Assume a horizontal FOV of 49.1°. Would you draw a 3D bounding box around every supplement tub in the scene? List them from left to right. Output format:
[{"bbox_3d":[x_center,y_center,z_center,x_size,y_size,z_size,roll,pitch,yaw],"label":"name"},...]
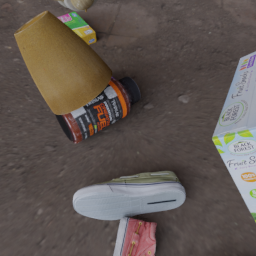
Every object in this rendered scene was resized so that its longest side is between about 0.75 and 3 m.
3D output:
[{"bbox_3d":[-0.850,-0.662,8.420,2.483,1.328,1.328,-31,59,-20],"label":"supplement tub"}]

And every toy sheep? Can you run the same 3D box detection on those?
[{"bbox_3d":[-1.211,-3.198,6.059,1.205,1.205,1.748,-18,66,-13],"label":"toy sheep"}]

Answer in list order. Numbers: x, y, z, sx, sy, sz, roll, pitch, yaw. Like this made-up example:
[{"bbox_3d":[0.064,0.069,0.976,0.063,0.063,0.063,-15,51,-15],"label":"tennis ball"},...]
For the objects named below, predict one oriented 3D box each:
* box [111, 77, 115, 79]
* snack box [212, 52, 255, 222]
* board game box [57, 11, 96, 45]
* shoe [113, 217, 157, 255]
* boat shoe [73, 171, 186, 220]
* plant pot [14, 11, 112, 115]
[{"bbox_3d":[-0.775,-1.600,9.514,0.190,0.666,0.973,-38,62,-25],"label":"box"},{"bbox_3d":[2.310,0.082,4.462,0.739,1.985,2.791,-19,22,38],"label":"snack box"},{"bbox_3d":[-2.716,-3.665,11.154,2.346,0.473,1.795,-29,59,-20],"label":"board game box"},{"bbox_3d":[0.141,2.948,6.133,0.894,0.702,1.965,5,50,9],"label":"shoe"},{"bbox_3d":[0.030,1.657,7.085,2.769,0.997,0.859,-2,30,-6],"label":"boat shoe"},{"bbox_3d":[-1.648,-1.658,6.687,1.845,1.980,1.845,-23,34,17],"label":"plant pot"}]
